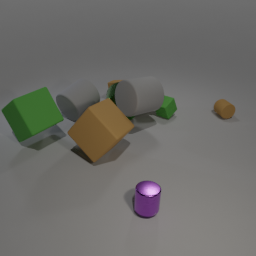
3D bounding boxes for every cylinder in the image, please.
[{"bbox_3d":[0.440,-1.242,10.882,1.400,1.400,1.400,-15,33,-37],"label":"cylinder"},{"bbox_3d":[-2.189,-1.248,12.340,1.400,1.400,1.400,21,50,32],"label":"cylinder"},{"bbox_3d":[0.533,1.920,7.654,0.700,0.700,0.700,2,25,-1],"label":"cylinder"},{"bbox_3d":[-0.292,-1.161,12.451,1.400,1.400,1.400,-1,30,-1],"label":"cylinder"},{"bbox_3d":[4.341,-0.867,12.619,0.700,0.700,0.700,-7,28,-12],"label":"cylinder"}]

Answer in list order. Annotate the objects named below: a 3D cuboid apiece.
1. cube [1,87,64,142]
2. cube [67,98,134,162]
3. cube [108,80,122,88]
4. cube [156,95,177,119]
[{"bbox_3d":[-3.538,-0.488,10.397,1.400,1.400,1.400,-34,10,-41],"label":"cube"},{"bbox_3d":[-0.916,0.048,9.684,1.400,1.400,1.400,47,31,3],"label":"cube"},{"bbox_3d":[-0.544,-2.054,14.340,0.700,0.700,0.700,3,21,24],"label":"cube"},{"bbox_3d":[1.668,-0.948,12.530,0.700,0.700,0.700,22,60,40],"label":"cube"}]
